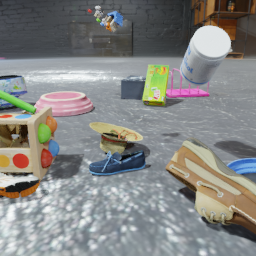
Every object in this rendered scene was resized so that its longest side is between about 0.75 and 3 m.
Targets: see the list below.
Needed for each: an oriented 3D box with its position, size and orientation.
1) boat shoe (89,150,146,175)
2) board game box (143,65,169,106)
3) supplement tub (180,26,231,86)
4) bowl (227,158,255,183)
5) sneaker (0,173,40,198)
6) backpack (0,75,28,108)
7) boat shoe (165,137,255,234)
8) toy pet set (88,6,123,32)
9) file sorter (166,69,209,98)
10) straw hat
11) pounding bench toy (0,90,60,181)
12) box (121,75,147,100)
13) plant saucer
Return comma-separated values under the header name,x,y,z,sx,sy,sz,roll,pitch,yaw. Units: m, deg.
name,x,y,z,sx,sy,sz,roll,pitch,yaw
boat shoe,-0.296,0.851,7.489,1.549,0.532,0.652,-8,20,-24
board game box,1.483,-2.256,14.638,1.105,2.175,0.518,5,-22,14
supplement tub,2.039,-1.894,7.587,0.985,0.985,1.492,-1,-21,-2
bowl,3.278,1.291,6.354,2.096,0.411,2.096,0,18,0
sneaker,-2.702,1.195,6.169,1.430,0.542,0.658,-7,41,-23
backpack,-6.030,-1.780,13.736,2.060,1.514,1.885,-16,13,-22
boat shoe,1.803,1.346,5.397,1.072,1.098,2.903,-42,40,-2
toy pet set,-0.546,-3.238,8.211,0.900,0.512,0.964,17,30,-51
file sorter,3.476,-2.782,16.933,2.439,1.529,1.695,-3,19,-9
straw hat,-0.428,0.423,8.515,1.696,0.718,1.696,15,13,-4
pounding bench toy,-2.888,-0.094,7.231,1.942,2.490,1.547,0,18,1
box,0.754,-2.367,16.333,1.894,1.131,1.926,5,20,15
plant saucer,-3.112,-1.248,13.604,2.793,0.708,2.793,0,19,0
